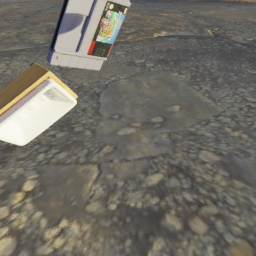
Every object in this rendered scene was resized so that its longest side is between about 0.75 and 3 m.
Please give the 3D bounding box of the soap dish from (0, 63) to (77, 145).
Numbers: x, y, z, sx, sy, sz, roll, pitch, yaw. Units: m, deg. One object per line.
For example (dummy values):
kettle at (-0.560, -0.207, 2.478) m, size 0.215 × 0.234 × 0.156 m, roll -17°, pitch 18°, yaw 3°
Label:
soap dish at (-1.705, -0.378, 4.817) m, size 1.453 × 1.143 × 0.590 m, roll -38°, pitch 72°, yaw 1°

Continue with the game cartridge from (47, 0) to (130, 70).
game cartridge at (-1.101, -3.024, 8.197) m, size 1.859 × 2.867 × 0.550 m, roll 2°, pitch 43°, yaw -35°
